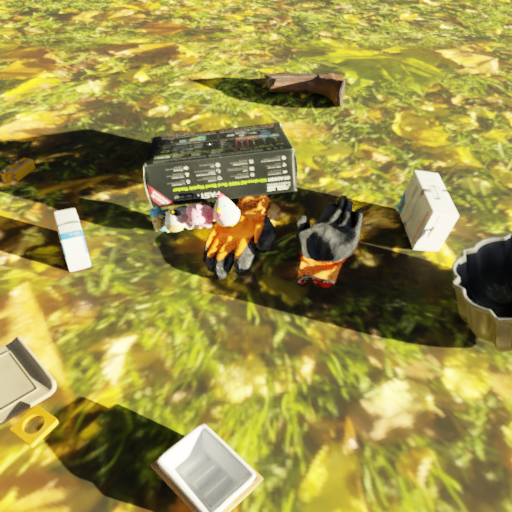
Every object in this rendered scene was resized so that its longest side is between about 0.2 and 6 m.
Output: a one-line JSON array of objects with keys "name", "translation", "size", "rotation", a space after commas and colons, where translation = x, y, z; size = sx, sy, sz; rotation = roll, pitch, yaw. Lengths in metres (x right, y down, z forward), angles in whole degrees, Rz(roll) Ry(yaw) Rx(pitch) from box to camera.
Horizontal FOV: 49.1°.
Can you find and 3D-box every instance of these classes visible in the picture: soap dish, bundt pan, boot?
[{"name": "soap dish", "translation": [-0.651, 2.897, 7.371], "size": [0.936, 0.483, 1.189], "rotation": [-32, 49, -33]}, {"name": "bundt pan", "translation": [4.678, 0.730, 9.374], "size": [2.740, 1.029, 2.740], "rotation": [-8, 33, 5]}, {"name": "boot", "translation": [1.398, -5.059, 16.849], "size": [2.454, 0.788, 2.287], "rotation": [5, 27, 2]}]

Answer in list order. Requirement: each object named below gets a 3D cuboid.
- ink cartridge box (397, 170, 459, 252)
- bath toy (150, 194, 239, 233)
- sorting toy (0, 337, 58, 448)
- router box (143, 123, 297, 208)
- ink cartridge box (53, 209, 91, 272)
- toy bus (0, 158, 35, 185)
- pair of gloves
[{"name": "ink cartridge box", "translation": [3.481, -0.916, 11.486], "size": [0.591, 1.023, 1.402], "rotation": [6, 44, -11]}, {"name": "bath toy", "translation": [-1.238, -0.850, 11.388], "size": [1.833, 0.678, 0.797], "rotation": [-5, 36, 25]}, {"name": "sorting toy", "translation": [-3.965, 2.081, 8.490], "size": [1.511, 0.365, 2.683], "rotation": [-34, 49, -28]}, {"name": "router box", "translation": [-0.796, -2.051, 12.304], "size": [3.131, 0.973, 2.346], "rotation": [-6, 27, -2]}, {"name": "ink cartridge box", "translation": [-3.648, -0.327, 11.081], "size": [0.452, 0.771, 1.053], "rotation": [-14, 41, -17]}, {"name": "toy bus", "translation": [-5.787, -2.047, 13.582], "size": [0.342, 0.284, 0.874], "rotation": [13, 41, 14]}, {"name": "pair of gloves", "translation": [0.532, -0.446, 11.220], "size": [3.052, 0.377, 2.719], "rotation": [5, 40, 19]}]
